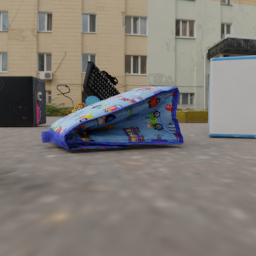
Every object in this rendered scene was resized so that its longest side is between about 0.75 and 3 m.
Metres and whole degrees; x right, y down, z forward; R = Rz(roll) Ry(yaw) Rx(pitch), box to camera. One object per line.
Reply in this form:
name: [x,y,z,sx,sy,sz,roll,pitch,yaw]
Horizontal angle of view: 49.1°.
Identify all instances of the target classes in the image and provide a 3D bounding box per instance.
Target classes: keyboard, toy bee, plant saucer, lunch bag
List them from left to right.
toy bee: [-1.440,-0.432,9.542,2.231,1.213,1.460,11,-30,-2]
lunch bag: [-0.351,-0.076,4.143,1.828,0.860,1.377,-11,9,-22]
keyboard: [-0.729,-1.439,10.632,0.348,1.629,2.713,-7,-30,26]
plant saucer: [3.594,-0.646,15.899,2.720,0.659,2.720,-1,2,-23]

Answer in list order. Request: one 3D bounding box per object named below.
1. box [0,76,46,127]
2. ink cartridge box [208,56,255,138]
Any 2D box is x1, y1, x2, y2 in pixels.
box: [-4.743,-0.975,10.458,2.977,1.820,1.579,-1,4,-1]
ink cartridge box: [2.663,-0.640,6.387,1.600,1.558,2.489,1,4,16]
